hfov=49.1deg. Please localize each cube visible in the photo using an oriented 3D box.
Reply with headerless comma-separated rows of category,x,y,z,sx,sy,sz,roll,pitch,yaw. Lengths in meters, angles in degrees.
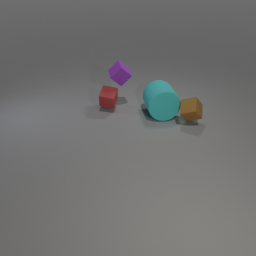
cube,-0.360,-2.441,12.446,0.700,0.700,0.700,33,26,-36
cube,2.632,-0.779,11.620,0.700,0.700,0.700,-10,61,34
cube,-0.881,-1.396,12.641,0.700,0.700,0.700,12,55,5

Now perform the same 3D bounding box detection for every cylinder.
cylinder,1.460,-1.233,12.405,1.400,1.400,1.400,-4,30,-7
